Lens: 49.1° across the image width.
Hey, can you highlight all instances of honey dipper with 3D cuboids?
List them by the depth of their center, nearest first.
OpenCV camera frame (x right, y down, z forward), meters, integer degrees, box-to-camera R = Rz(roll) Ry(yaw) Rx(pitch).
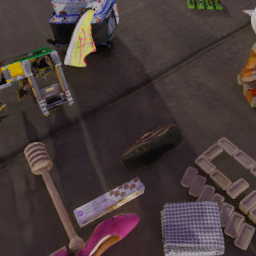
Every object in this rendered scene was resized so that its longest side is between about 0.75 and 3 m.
[{"bbox_3d":[-1.575,1.415,5.922,0.497,0.497,2.620,-23,58,-17],"label":"honey dipper"}]

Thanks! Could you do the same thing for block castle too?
[{"bbox_3d":[4.028,-1.067,7.132,1.137,1.619,2.423,-13,54,-11],"label":"block castle"}]

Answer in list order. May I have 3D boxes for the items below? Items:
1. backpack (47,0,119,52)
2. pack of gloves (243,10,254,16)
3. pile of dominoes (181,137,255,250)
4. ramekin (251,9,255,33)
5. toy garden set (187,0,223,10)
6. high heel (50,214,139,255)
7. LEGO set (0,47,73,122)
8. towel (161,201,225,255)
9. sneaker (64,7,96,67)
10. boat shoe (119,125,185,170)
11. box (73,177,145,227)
[{"bbox_3d":[-1.362,-3.748,9.260,2.325,1.791,2.215,8,42,10],"label":"backpack"},{"bbox_3d":[5.418,-3.849,10.234,1.961,0.387,1.647,-13,48,-19],"label":"pack of gloves"},{"bbox_3d":[2.271,1.358,6.092,1.627,0.332,2.087,-35,54,-12],"label":"pile of dominoes"},{"bbox_3d":[5.333,-3.805,9.323,2.028,1.064,2.028,0,69,0],"label":"ramekin"},{"bbox_3d":[3.077,-5.188,11.243,1.330,0.265,1.109,3,52,3],"label":"toy garden set"},{"bbox_3d":[-0.506,2.293,5.040,1.876,0.632,0.900,-24,45,-12],"label":"high heel"},{"bbox_3d":[-2.797,-0.979,7.438,2.837,1.644,2.182,-29,27,-27],"label":"LEGO set"},{"bbox_3d":[1.211,1.916,5.396,1.145,0.490,0.948,-4,51,8],"label":"towel"},{"bbox_3d":[-1.259,-2.581,8.146,0.806,1.786,0.698,18,32,-17],"label":"sneaker"},{"bbox_3d":[0.553,0.426,6.675,1.641,0.621,0.606,-27,24,-10],"label":"boat shoe"},{"bbox_3d":[-0.371,1.544,5.898,1.547,0.320,0.299,-24,56,-19],"label":"box"}]
